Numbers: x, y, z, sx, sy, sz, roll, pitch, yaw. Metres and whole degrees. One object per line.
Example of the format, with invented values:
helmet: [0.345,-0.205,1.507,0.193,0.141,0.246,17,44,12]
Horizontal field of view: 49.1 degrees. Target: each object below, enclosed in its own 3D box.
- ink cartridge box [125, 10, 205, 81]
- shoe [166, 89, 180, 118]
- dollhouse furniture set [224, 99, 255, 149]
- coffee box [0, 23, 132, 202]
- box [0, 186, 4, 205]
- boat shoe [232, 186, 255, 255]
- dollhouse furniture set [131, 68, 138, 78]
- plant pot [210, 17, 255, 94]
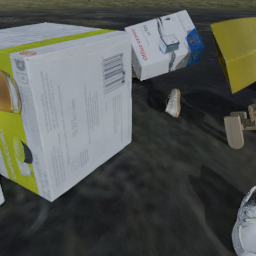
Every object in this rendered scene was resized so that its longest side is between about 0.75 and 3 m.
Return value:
ink cartridge box: [1.025,-2.433,8.281,1.954,0.839,1.431,-19,72,-9]
shoe: [1.490,-0.909,9.416,0.441,0.578,1.654,9,31,3]
dollhouse furniture set: [4.168,0.088,7.224,2.201,1.559,2.396,-24,15,-39]
coffee box: [-1.874,-0.687,6.501,2.879,2.907,2.911,17,33,29]
box: [-3.507,0.935,5.073,1.624,1.398,1.632,20,36,33]
boat shoe: [2.135,1.566,4.805,0.560,0.548,1.581,10,30,19]
dollhouse furniture set: [-0.012,-3.047,12.619,1.885,1.338,1.493,-3,28,-5]
plant pot: [2.988,-1.955,7.130,1.226,1.390,1.390,-18,57,17]
